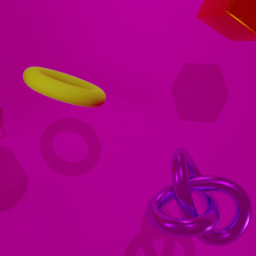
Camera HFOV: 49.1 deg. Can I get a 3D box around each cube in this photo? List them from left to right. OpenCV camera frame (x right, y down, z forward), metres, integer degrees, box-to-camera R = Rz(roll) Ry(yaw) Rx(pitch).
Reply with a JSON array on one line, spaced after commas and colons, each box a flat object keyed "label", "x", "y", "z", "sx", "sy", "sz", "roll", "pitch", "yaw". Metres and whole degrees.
[{"label": "cube", "x": 2.748, "y": -3.000, "z": 6.758, "sx": 1.312, "sy": 1.312, "sz": 1.312, "roll": 23, "pitch": 98, "yaw": -23}]

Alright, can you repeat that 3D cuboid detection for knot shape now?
[{"label": "knot shape", "x": 1.487, "y": 1.481, "z": 5.525, "sx": 1.929, "sy": 0.952, "sz": 2.061, "roll": 28, "pitch": 46, "yaw": 2}]

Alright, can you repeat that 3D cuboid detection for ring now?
[{"label": "ring", "x": -1.491, "y": -0.992, "z": 6.745, "sx": 1.994, "sy": 1.994, "sz": 0.399, "roll": 21, "pitch": 103, "yaw": 4}]
